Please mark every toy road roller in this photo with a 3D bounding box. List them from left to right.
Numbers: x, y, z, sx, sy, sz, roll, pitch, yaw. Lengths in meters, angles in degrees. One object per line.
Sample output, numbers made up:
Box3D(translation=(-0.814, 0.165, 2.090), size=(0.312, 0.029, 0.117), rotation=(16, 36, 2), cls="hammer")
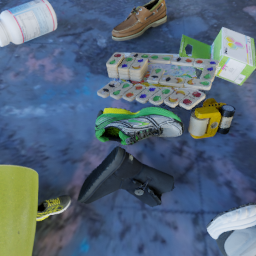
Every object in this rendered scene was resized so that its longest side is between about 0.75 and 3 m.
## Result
Box3D(translation=(2.072, -0.309, 7.268), size=(1.227, 0.754, 0.896), rotation=(-9, 38, -14), cls="toy road roller")

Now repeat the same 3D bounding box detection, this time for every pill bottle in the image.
Box3D(translation=(-3.640, -3.640, 9.768), size=(2.097, 1.140, 1.140), rotation=(-33, 57, -24), cls="pill bottle")

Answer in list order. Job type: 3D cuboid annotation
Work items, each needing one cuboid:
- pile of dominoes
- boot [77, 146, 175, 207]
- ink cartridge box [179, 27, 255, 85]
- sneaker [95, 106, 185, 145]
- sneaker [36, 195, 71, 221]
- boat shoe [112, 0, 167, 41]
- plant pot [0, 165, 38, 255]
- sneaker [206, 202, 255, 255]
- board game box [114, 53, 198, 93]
Box3D(translation=(0.814, -1.507, 7.564), size=(2.908, 0.463, 2.266), rotation=(10, 46, 20), cls="pile of dominoes")
Box3D(translation=(-0.062, 1.288, 5.825), size=(1.465, 1.744, 0.666), rotation=(33, 30, -16), cls="boot")
Box3D(translation=(2.731, -2.403, 8.626), size=(2.114, 0.801, 1.562), rotation=(20, 51, -5), cls="ink cartridge box")
Box3D(translation=(0.263, 0.076, 6.870), size=(2.217, 0.865, 0.944), rotation=(-1, 45, 10), cls="sneaker")
Box3D(translation=(-1.599, 1.636, 5.855), size=(0.847, 0.358, 0.315), rotation=(-27, 56, -21), cls="sneaker")
Box3D(translation=(0.369, -3.991, 10.148), size=(0.924, 0.873, 2.569), rotation=(30, 54, 35), cls="boat shoe")
Box3D(translation=(-2.415, 1.942, 4.828), size=(1.924, 1.924, 2.056), rotation=(-12, 67, -10), cls="plant pot")
Box3D(translation=(2.963, 1.848, 5.365), size=(2.802, 1.036, 1.111), rotation=(-18, 61, -7), cls="sneaker")
Box3D(translation=(0.810, -1.639, 8.556), size=(2.416, 0.413, 1.624), rotation=(1, 50, 1), cls="board game box")
